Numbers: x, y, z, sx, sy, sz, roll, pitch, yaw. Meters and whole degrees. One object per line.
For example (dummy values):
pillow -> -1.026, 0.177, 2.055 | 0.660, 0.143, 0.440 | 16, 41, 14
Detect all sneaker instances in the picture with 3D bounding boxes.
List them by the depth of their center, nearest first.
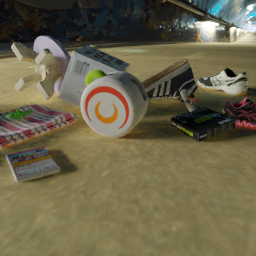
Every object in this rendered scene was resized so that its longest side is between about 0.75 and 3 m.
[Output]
sneaker -> 3.973, -0.527, 9.050 | 1.900, 0.906, 0.751 | 5, 20, 9
sneaker -> 1.489, -1.466, 11.634 | 2.899, 1.573, 1.016 | -29, 22, 9
sneaker -> 4.553, -2.349, 13.469 | 0.981, 1.137, 2.593 | -20, 27, -38

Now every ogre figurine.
ogre figurine -> -3.517, -0.424, 8.942 | 0.819, 0.402, 0.491 | 10, 6, -23

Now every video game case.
video game case -> -2.273, 0.815, 6.623 | 0.954, 0.116, 1.334 | -13, 25, -28

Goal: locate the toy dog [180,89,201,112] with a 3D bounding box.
toy dog -> 2.288, -0.825, 9.514 | 0.572, 1.188, 0.784 | -29, 40, 13

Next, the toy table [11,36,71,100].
toy table -> -3.638, -2.590, 12.115 | 2.904, 2.670, 1.701 | 47, 36, 9

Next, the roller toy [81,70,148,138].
roller toy -> -0.361, -0.712, 8.310 | 1.774, 1.945, 1.359 | 15, 26, 14

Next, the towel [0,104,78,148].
towel -> -3.355, -0.253, 8.961 | 2.171, 0.444, 2.967 | 16, 26, 34

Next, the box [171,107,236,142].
box -> 2.265, -0.153, 8.567 | 1.416, 0.336, 1.367 | -17, 25, -20

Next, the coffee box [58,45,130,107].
coffee box -> -1.153, -1.723, 10.035 | 1.751, 1.754, 1.734 | 25, 24, 0
